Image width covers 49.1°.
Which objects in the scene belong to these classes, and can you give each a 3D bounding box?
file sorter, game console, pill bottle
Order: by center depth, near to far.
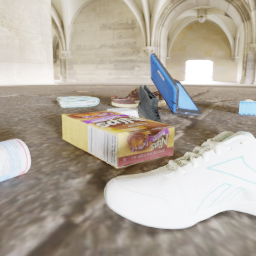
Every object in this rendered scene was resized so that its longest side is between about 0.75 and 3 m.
[{"bbox_3d":[-2.376,0.628,4.807,0.676,0.676,1.244,8,14,34],"label":"pill bottle"},{"bbox_3d":[2.051,-1.839,11.794,1.470,2.120,2.484,-19,52,-9],"label":"game console"},{"bbox_3d":[5.459,-0.862,12.487,0.858,0.596,0.527,2,14,11],"label":"file sorter"}]

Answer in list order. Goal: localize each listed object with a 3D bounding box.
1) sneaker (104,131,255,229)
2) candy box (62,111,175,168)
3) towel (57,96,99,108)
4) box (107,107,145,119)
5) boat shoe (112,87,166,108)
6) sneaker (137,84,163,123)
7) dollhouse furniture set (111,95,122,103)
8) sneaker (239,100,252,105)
[{"bbox_3d":[1.120,0.601,3.789,2.903,1.163,1.021,-3,13,-6],"label":"sneaker"},{"bbox_3d":[-0.364,0.130,6.983,1.596,0.773,2.736,-8,16,-36],"label":"candy box"},{"bbox_3d":[-2.924,-1.561,16.127,2.184,0.526,1.870,-4,13,-21],"label":"towel"},{"bbox_3d":[-0.011,-0.345,9.749,1.181,0.628,0.899,-7,13,-31],"label":"box"},{"bbox_3d":[0.548,-1.679,15.186,2.971,1.069,1.072,0,11,16],"label":"boat shoe"},{"bbox_3d":[0.767,-0.661,8.965,0.441,0.766,1.468,-12,54,-44],"label":"sneaker"},{"bbox_3d":[-0.569,-1.624,16.447,0.969,0.522,0.394,9,15,40],"label":"dollhouse furniture set"},{"bbox_3d":[6.013,-1.003,13.213,1.512,0.591,0.683,0,14,-3],"label":"sneaker"}]
